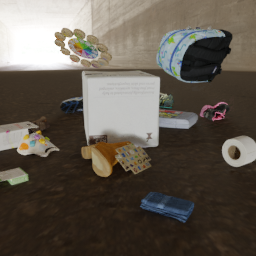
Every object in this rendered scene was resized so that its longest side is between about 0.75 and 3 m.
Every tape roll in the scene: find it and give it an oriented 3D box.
[{"bbox_3d":[3.055,0.629,7.664,0.530,0.772,0.772,-11,19,-34],"label":"tape roll"}]

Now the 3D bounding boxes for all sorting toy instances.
[{"bbox_3d":[-2.671,0.562,8.688,0.941,0.558,1.045,27,25,19],"label":"sorting toy"}]

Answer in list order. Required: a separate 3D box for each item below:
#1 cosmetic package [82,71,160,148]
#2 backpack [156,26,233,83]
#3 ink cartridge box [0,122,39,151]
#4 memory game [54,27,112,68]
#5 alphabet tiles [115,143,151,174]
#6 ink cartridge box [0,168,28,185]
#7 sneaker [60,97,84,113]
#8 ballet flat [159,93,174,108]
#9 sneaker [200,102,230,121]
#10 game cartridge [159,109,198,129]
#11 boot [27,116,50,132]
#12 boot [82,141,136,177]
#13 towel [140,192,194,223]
[{"bbox_3d":[-0.375,-0.772,9.836,2.304,2.306,2.795,-3,16,-12],"label":"cosmetic package"},{"bbox_3d":[2.452,-2.770,10.747,2.132,2.262,2.773,33,38,21],"label":"backpack"},{"bbox_3d":[-3.964,0.273,9.269,1.779,0.604,1.024,-12,20,-38],"label":"ink cartridge box"},{"bbox_3d":[-1.449,-2.470,8.867,1.940,0.124,1.940,16,-18,5],"label":"memory game"},{"bbox_3d":[0.151,0.803,7.522,1.034,0.033,0.860,-16,58,-46],"label":"alphabet tiles"},{"bbox_3d":[-2.879,1.191,6.716,0.786,0.189,0.572,-13,20,-38],"label":"ink cartridge box"},{"bbox_3d":[-2.403,-1.305,14.561,2.244,0.849,0.864,-4,19,-18],"label":"sneaker"},{"bbox_3d":[1.212,-1.600,15.582,2.632,0.977,0.977,1,15,3],"label":"ballet flat"},{"bbox_3d":[4.194,-0.679,12.928,1.827,0.722,0.872,-14,37,-33],"label":"sneaker"},{"bbox_3d":[1.659,-0.429,12.205,2.404,0.491,1.600,8,21,27],"label":"game cartridge"},{"bbox_3d":[-3.699,-0.161,11.192,0.915,0.440,1.252,-9,18,-27],"label":"boot"},{"bbox_3d":[-0.341,0.705,7.567,1.394,0.685,1.948,-7,13,-24],"label":"boot"},{"bbox_3d":[0.769,1.514,5.469,0.961,0.233,0.537,8,17,29],"label":"towel"}]
